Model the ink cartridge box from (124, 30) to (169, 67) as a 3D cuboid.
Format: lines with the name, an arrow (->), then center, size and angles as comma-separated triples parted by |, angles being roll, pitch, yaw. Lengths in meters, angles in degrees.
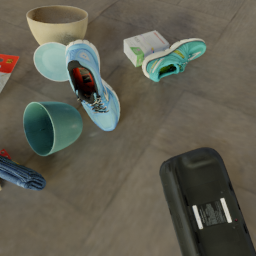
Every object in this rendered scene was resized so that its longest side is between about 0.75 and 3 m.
ink cartridge box -> 0.711, -3.105, 10.905 | 1.467, 0.642, 1.066 | -23, 57, -15

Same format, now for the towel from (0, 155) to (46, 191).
towel -> -3.094, 1.029, 7.181 | 1.955, 1.092, 0.475 | 20, 76, 13

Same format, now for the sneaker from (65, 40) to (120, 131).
sneaker -> -1.065, -0.904, 7.833 | 1.115, 2.844, 1.279 | -14, 38, 14

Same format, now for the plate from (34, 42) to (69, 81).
plate -> -2.417, -2.255, 9.539 | 1.512, 1.512, 0.193 | 0, 44, 0

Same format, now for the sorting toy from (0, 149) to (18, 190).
sorting toy -> -4.143, 1.398, 7.463 | 2.505, 0.424, 1.208 | -31, 58, -23

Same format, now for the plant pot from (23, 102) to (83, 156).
plant pot -> -2.041, -0.069, 8.007 | 1.502, 1.502, 1.205 | 41, 34, 27

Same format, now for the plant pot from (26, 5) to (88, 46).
plant pot -> -2.589, -3.579, 10.627 | 2.189, 1.470, 2.189 | 2, 38, -2

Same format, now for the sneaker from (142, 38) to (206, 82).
sneaker -> 1.776, -2.377, 10.123 | 2.537, 0.983, 1.010 | -28, 52, -8

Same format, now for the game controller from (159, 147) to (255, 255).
game controller -> 1.690, 1.913, 6.161 | 1.516, 0.612, 2.907 | -19, 72, 15

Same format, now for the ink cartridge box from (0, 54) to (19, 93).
ink cartridge box -> -5.230, -1.959, 9.904 | 1.898, 0.560, 2.371 | 9, 60, 8
